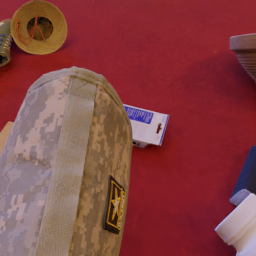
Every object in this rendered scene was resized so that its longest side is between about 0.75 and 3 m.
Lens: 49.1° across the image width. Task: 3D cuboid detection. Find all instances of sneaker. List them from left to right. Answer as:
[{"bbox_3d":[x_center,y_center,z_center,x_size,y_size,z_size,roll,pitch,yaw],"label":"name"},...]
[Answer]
[{"bbox_3d":[-3.930,-2.373,8.602,1.030,0.770,2.295,29,61,10],"label":"sneaker"}]

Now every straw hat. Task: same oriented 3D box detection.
[{"bbox_3d":[-2.835,-3.210,9.061,1.724,1.724,0.729,-11,18,-7],"label":"straw hat"}]

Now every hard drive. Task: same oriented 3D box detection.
[{"bbox_3d":[3.833,1.507,6.078,2.718,0.575,1.833,27,60,17],"label":"hard drive"}]

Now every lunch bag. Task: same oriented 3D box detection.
[{"bbox_3d":[-0.860,0.897,3.366,1.626,2.765,2.268,16,66,-17],"label":"lunch bag"}]

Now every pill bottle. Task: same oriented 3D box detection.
[{"bbox_3d":[2.866,2.458,4.945,1.419,1.419,2.563,-35,63,-21],"label":"pill bottle"}]

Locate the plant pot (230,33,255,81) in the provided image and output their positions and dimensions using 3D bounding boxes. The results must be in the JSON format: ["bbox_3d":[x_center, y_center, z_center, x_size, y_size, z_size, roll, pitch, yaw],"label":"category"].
[{"bbox_3d":[4.267,-1.872,7.503,2.943,1.358,2.943,-3,16,1],"label":"plant pot"}]

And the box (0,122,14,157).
[{"bbox_3d":[-2.164,1.168,6.480,2.846,0.303,2.326,17,58,12],"label":"box"}]

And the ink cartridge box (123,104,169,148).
[{"bbox_3d":[-0.014,-0.100,7.266,1.999,0.392,0.994,15,58,11],"label":"ink cartridge box"}]
